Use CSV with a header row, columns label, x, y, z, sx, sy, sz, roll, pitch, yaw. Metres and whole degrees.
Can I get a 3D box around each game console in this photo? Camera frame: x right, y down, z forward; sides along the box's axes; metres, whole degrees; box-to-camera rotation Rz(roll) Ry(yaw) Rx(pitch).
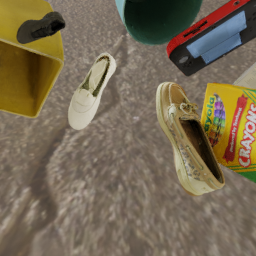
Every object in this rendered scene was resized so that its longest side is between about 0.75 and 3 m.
label,x,y,z,sx,sy,sz,roll,pitch,yaw
game console,2.379,-2.324,7.424,2.512,2.222,0.390,-28,69,21

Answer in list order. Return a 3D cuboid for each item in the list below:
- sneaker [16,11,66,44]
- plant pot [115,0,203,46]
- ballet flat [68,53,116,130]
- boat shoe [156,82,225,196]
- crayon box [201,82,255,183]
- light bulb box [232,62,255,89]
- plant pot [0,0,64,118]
label,x,y,z,sx,sy,sz,roll,pitch,yaw
sneaker,-1.604,-1.832,5.186,0.969,0.368,0.440,-33,50,-9
plant pot,0.657,-3.874,8.001,2.339,2.339,1.877,-14,51,-13
ballet flat,-0.605,-0.632,4.467,0.468,0.468,1.349,22,78,21
boat shoe,1.264,0.089,5.624,0.892,0.763,2.433,-5,72,-37
crayon box,2.144,0.003,5.382,0.609,1.522,2.398,-2,16,-26
light bulb box,3.176,-1.139,6.650,0.800,1.282,1.270,45,65,6
plant pot,-2.922,-1.975,6.587,2.434,2.434,2.147,16,55,-25
